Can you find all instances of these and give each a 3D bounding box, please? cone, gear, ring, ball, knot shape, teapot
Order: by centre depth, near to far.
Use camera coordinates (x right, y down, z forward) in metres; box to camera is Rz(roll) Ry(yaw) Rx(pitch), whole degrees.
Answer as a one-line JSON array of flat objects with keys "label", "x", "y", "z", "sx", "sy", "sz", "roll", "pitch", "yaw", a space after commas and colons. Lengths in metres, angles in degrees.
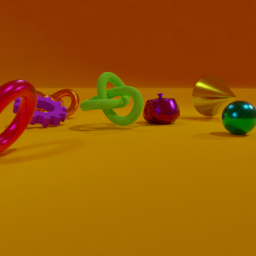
[{"label": "ring", "x": -1.924, "y": -0.154, "z": 4.439, "sx": 0.271, "sy": 1.353, "sz": 1.353, "roll": 31, "pitch": 13, "yaw": 5}, {"label": "ball", "x": 2.632, "y": -0.243, "z": 6.621, "sx": 0.813, "sy": 0.813, "sz": 0.813, "roll": 0, "pitch": 9, "yaw": 0}, {"label": "knot shape", "x": -0.412, "y": -0.877, "z": 7.703, "sx": 1.678, "sy": 0.776, "sz": 1.571, "roll": 7, "pitch": 49, "yaw": 0}, {"label": "gear", "x": -2.526, "y": -0.523, "z": 8.099, "sx": 1.457, "sy": 0.269, "sz": 1.457, "roll": 16, "pitch": 25, "yaw": -8}, {"label": "teapot", "x": 0.978, "y": -0.603, "z": 8.489, "sx": 1.142, "sy": 0.900, "sz": 1.837, "roll": 1, "pitch": 10, "yaw": 28}, {"label": "cone", "x": 3.111, "y": -1.027, "z": 9.229, "sx": 1.451, "sy": 1.451, "sz": 1.456, "roll": -2, "pitch": 8, "yaw": -16}, {"label": "knot shape", "x": -2.761, "y": -0.892, "z": 9.933, "sx": 1.841, "sy": 0.851, "sz": 1.723, "roll": -13, "pitch": 21, "yaw": -27}]
